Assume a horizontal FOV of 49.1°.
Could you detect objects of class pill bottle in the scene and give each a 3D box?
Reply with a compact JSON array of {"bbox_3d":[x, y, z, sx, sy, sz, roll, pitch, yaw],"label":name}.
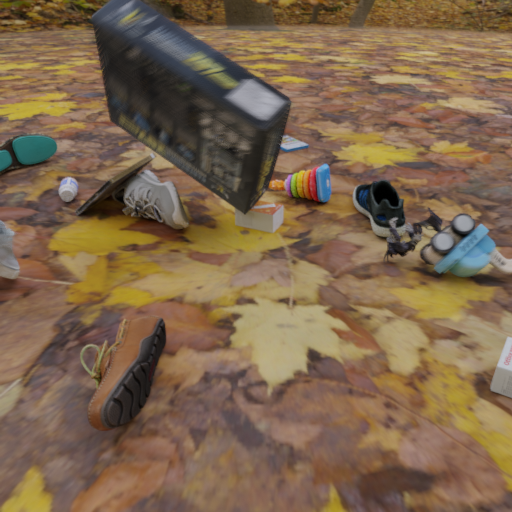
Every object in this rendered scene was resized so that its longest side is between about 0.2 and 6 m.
[{"bbox_3d":[-4.630,-1.614,13.801,0.419,0.419,0.748,-5,29,-10],"label":"pill bottle"}]

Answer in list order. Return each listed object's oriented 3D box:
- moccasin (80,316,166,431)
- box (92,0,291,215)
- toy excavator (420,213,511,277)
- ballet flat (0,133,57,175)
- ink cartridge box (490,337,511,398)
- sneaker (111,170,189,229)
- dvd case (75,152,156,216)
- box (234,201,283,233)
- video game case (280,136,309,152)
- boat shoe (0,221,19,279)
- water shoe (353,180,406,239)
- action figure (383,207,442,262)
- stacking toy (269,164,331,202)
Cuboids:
[{"bbox_3d":[-1.863,1.498,7.635,0.877,0.831,2.273,0,28,3],"label":"moccasin"},{"bbox_3d":[-1.333,-2.874,11.182,3.889,3.067,0.992,36,66,9],"label":"box"},{"bbox_3d":[4.202,-0.014,10.379,1.671,0.858,1.718,-40,78,-12],"label":"toy excavator"},{"bbox_3d":[-6.920,-2.807,15.567,1.024,0.923,2.721,12,34,35],"label":"ballet flat"},{"bbox_3d":[3.920,1.661,7.718,1.123,0.465,0.818,16,32,27],"label":"ink cartridge box"},{"bbox_3d":[-2.378,-1.094,12.533,1.131,1.031,2.758,-29,30,-20],"label":"sneaker"},{"bbox_3d":[-3.316,-1.725,13.345,1.464,0.157,1.968,-33,11,33],"label":"dvd case"},{"bbox_3d":[0.068,-0.901,12.429,0.934,0.455,0.581,13,33,22],"label":"box"},{"bbox_3d":[0.968,-3.538,17.667,0.850,0.106,1.188,-17,33,-28],"label":"video game case"},{"bbox_3d":[-4.463,-0.186,9.451,0.840,0.858,2.409,23,-11,-2],"label":"boat shoe"},{"bbox_3d":[2.847,-1.302,12.618,0.894,0.986,2.500,-3,29,-6],"label":"water shoe"},{"bbox_3d":[2.906,-0.413,10.747,0.770,1.295,0.661,12,48,-54],"label":"action figure"},{"bbox_3d":[1.025,-1.745,13.803,1.554,0.853,0.902,0,17,22],"label":"stacking toy"}]
